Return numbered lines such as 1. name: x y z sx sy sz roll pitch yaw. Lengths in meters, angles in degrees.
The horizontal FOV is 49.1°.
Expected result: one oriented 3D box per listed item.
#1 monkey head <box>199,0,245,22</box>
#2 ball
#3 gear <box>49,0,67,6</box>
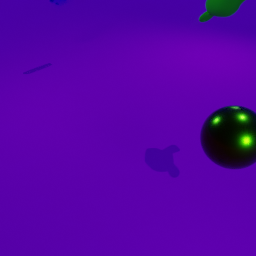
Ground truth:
1. monkey head: 2.093 -2.641 5.784 0.922 0.772 1.282 8 -12 -37
2. ball: 1.278 0.112 3.407 0.778 0.778 0.778 0 35 0
3. gear: -2.523 -5.082 10.216 0.212 1.147 1.147 21 40 30
